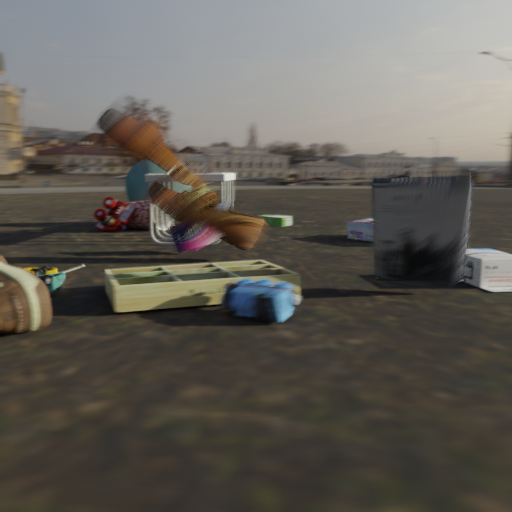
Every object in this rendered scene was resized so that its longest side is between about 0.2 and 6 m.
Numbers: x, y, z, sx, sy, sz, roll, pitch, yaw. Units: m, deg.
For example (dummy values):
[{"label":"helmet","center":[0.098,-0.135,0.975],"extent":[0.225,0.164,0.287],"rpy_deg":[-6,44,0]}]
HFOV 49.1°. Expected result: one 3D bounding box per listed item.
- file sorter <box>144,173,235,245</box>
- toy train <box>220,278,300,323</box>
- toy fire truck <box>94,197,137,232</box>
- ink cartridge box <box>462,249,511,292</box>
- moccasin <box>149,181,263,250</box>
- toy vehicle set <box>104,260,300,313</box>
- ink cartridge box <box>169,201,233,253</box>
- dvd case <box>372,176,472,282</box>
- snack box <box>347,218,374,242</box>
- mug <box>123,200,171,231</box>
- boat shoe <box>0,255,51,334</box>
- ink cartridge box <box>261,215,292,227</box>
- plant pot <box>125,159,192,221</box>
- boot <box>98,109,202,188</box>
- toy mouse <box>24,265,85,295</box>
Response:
[{"label":"file sorter","center":[-1.417,-1.146,12.828],"extent":[1.684,1.511,2.427],"rpy_deg":[0,9,3]},{"label":"toy train","center":[0.014,0.475,6.128],"extent":[0.899,0.390,0.514],"rpy_deg":[4,15,30]},{"label":"toy fire truck","center":[-3.594,-0.996,14.243],"extent":[0.799,0.951,0.533],"rpy_deg":[23,-23,18]},{"label":"ink cartridge box","center":[3.306,0.183,7.912],"extent":[0.724,0.423,1.247],"rpy_deg":[-1,9,-9]},{"label":"moccasin","center":[-0.865,-0.825,9.648],"extent":[2.039,0.787,0.746],"rpy_deg":[25,12,5]},{"label":"toy vehicle set","center":[-0.732,0.345,7.154],"extent":[2.249,0.298,1.397],"rpy_deg":[-3,8,-20]},{"label":"ink cartridge box","center":[-0.964,-0.513,10.523],"extent":[1.237,0.586,0.229],"rpy_deg":[-26,33,-14]},{"label":"dvd case","center":[2.025,-0.298,6.940],"extent":[1.118,1.487,0.184],"rpy_deg":[1,37,15]},{"label":"snack box","center":[3.078,-0.562,12.508],"extent":[1.219,0.454,1.714],"rpy_deg":[-8,12,-40]},{"label":"mug","center":[-2.930,-0.972,14.801],"extent":[1.264,1.122,0.843],"rpy_deg":[0,44,26]},{"label":"boat shoe","center":[-3.028,0.341,5.905],"extent":[2.110,0.779,0.781],"rpy_deg":[8,18,42]},{"label":"ink cartridge box","center":[0.524,-1.003,15.901],"extent":[0.900,0.267,0.467],"rpy_deg":[7,12,39]},{"label":"plant pot","center":[-2.734,-1.628,15.866],"extent":[1.922,1.922,1.294],"rpy_deg":[-2,48,-12]},{"label":"boot","center":[-1.678,-1.872,10.176],"extent":[1.893,0.648,1.782],"rpy_deg":[35,0,17]},{"label":"toy mouse","center":[-2.999,0.372,7.181],"extent":[1.426,0.276,1.267],"rpy_deg":[-2,9,-10]}]
